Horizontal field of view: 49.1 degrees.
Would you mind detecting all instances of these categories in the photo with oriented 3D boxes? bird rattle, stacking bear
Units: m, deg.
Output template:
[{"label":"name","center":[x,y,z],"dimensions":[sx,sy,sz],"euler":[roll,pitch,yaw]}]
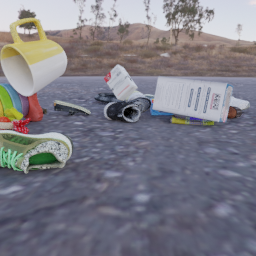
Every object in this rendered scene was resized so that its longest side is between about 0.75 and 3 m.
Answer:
[{"label":"bird rattle","center":[-3.701,-0.098,8.731],"dimensions":[1.088,0.752,1.335],"euler":[-3,24,-32]},{"label":"stacking bear","center":[-4.679,-0.732,9.709],"dimensions":[1.590,1.698,2.796],"euler":[3,18,40]}]

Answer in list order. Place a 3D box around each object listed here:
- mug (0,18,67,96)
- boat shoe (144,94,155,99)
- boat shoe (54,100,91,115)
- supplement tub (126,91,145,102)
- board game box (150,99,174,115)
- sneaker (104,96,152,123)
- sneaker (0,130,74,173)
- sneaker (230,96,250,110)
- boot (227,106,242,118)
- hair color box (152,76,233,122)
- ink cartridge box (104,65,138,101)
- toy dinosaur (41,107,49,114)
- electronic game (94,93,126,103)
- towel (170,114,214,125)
[{"label":"mug","center":[-2.959,-2.308,9.324],"dimensions":[1.699,2.121,1.741],"euler":[40,48,14]},{"label":"boat shoe","center":[1.585,-1.476,15.348],"dimensions":[1.595,0.581,0.493],"euler":[6,56,-4]},{"label":"boat shoe","center":[-2.391,-0.772,11.947],"dimensions":[1.595,0.496,0.595],"euler":[14,4,-10]},{"label":"supplement tub","center":[0.384,-1.303,13.344],"dimensions":[0.874,0.874,1.206],"euler":[-2,14,-8]},{"label":"board game box","center":[1.903,-0.965,12.670],"dimensions":[1.767,0.504,1.805],"euler":[1,13,2]},{"label":"sneaker","center":[0.272,-0.702,10.936],"dimensions":[2.229,0.841,1.269],"euler":[-15,20,-32]},{"label":"sneaker","center":[-2.186,0.548,5.673],"dimensions":[2.130,0.819,0.944],"euler":[-4,21,-10]},{"label":"sneaker","center":[4.176,-1.373,13.087],"dimensions":[2.904,1.164,1.021],"euler":[12,16,36]},{"label":"boot","center":[3.436,-0.700,11.547],"dimensions":[1.788,0.612,1.683],"euler":[-5,25,-24]},{"label":"hair color box","center":[2.305,-1.079,10.271],"dimensions":[2.679,1.340,0.811],"euler":[14,7,37]},{"label":"ink cartridge box","center":[-0.275,-1.679,10.485],"dimensions":[0.787,1.090,0.456],"euler":[-41,-22,21]},{"label":"toy dinosaur","center":[-3.774,-0.748,12.383],"dimensions":[0.436,0.328,0.852],"euler":[7,4,-21]},{"label":"electronic game","center":[-0.861,-1.633,15.742],"dimensions":[2.043,0.425,2.043],"euler":[5,16,-1]},{"label":"towel","center":[2.414,-0.318,10.557],"dimensions":[1.594,0.182,1.145],"euler":[5,14,16]}]
